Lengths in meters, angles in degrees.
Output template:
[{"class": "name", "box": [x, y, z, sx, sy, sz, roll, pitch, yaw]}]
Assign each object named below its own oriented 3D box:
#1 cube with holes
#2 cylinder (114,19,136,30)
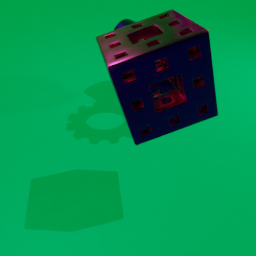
[{"class": "cube with holes", "box": [0.389, -0.770, 4.070, 1.246, 1.246, 1.246, -20, 36, 0]}, {"class": "cylinder", "box": [0.210, -2.393, 7.793, 1.001, 1.001, 1.001, 34, 52, 29]}]
